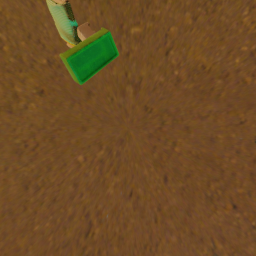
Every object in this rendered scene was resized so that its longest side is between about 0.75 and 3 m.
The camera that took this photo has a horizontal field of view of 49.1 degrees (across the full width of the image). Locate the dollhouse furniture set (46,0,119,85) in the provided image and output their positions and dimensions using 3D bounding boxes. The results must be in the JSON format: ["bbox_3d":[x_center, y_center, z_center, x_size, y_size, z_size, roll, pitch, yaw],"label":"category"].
[{"bbox_3d":[-1.015,-1.449,4.688,0.778,1.008,2.016,-38,48,-12],"label":"dollhouse furniture set"}]
